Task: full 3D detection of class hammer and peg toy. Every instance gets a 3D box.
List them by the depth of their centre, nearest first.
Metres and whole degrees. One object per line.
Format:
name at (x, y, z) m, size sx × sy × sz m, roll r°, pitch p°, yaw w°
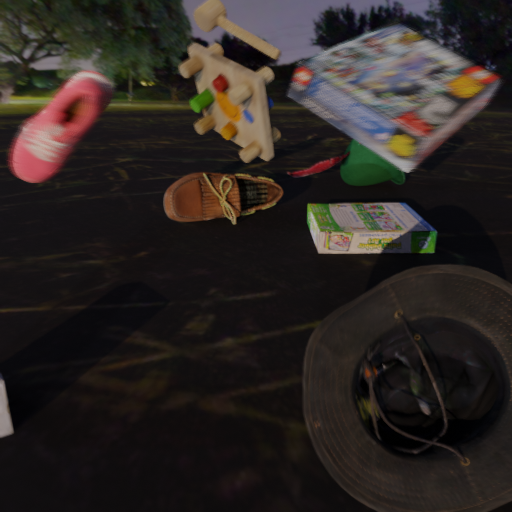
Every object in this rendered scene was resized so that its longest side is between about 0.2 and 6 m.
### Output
hammer and peg toy at (-0.439, -2.770, 9.197) m, size 0.846 × 2.399 × 1.765 m, roll -41°, pitch 58°, yaw -21°

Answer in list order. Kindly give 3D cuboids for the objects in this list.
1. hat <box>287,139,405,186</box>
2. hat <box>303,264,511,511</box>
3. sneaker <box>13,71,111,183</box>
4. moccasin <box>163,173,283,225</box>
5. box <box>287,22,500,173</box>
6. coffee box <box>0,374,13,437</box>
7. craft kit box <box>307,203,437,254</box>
hat at (2.803, -2.471, 17.413) m, size 2.554 × 2.403 × 2.901 m, roll -37°, pitch 5°, yaw 2°
hat at (1.664, 1.302, 5.335) m, size 2.383 × 2.383 × 0.961 m, roll 7°, pitch -20°, yaw 20°
sneaker at (-3.748, -2.343, 10.347) m, size 0.945 × 2.564 × 1.112 m, roll 39°, pitch 16°, yaw -18°
moccasin at (-0.741, -1.412, 13.715) m, size 3.362 × 1.230 × 1.298 m, roll -4°, pitch 8°, yaw -42°
box at (2.526, -2.959, 9.820) m, size 2.412 × 0.702 × 3.522 m, roll 37°, pitch 47°, yaw 16°
coffee box at (-3.018, 1.419, 6.006) m, size 0.458 × 0.657 × 1.149 m, roll -13°, pitch 23°, yaw -33°
craft kit box at (2.409, -0.653, 12.319) m, size 2.381 × 0.585 × 2.411 m, roll 2°, pitch 19°, yaw -1°
